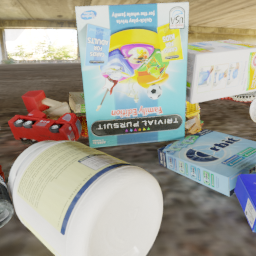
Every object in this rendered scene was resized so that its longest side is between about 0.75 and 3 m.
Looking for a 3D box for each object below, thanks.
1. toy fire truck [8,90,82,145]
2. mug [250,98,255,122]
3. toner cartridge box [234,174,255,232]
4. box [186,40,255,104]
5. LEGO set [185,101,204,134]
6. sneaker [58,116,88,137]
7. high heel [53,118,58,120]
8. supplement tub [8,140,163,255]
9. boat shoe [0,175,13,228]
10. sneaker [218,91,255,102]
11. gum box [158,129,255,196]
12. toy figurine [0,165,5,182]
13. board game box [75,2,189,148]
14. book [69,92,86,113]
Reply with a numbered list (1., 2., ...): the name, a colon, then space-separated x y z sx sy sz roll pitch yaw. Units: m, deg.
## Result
1. toy fire truck: -2.080 -0.295 7.279 2.414 0.588 1.702 7 37 24
2. mug: 4.500 -0.445 8.816 0.873 1.064 0.852 3 -19 -23
3. toner cartridge box: 2.385 0.997 3.802 1.611 0.348 0.765 0 33 0
4. box: 2.540 -1.772 8.355 2.658 1.347 1.495 -12 29 -24
5. LEGO set: 1.846 -0.373 8.674 1.120 0.906 2.434 -38 29 -6
6. sneaker: -1.297 -0.111 7.764 1.490 0.544 0.575 14 12 34
7. high heel: -2.279 -0.181 8.539 1.369 0.489 0.976 -15 -13 6
8. supplement tub: -0.560 0.811 3.225 1.189 1.189 1.641 -15 22 -42
9. boat shoe: -2.318 1.147 2.781 2.242 0.828 0.766 -14 33 -31
10. sneaker: 4.929 -1.829 12.513 2.963 1.217 1.153 13 21 37
11. gum box: 1.650 0.537 5.292 1.427 0.374 1.680 -20 21 -29
12. toy figurine: -2.224 0.949 3.920 0.914 0.636 0.899 -1 21 -9
13. board game box: 0.122 -1.040 5.762 2.085 2.761 0.648 -5 21 -5
14. book: -0.944 -0.974 10.913 2.455 0.590 1.640 -4 19 -20
